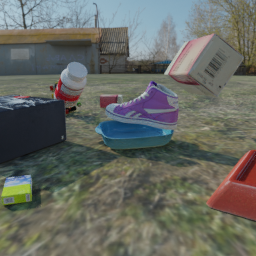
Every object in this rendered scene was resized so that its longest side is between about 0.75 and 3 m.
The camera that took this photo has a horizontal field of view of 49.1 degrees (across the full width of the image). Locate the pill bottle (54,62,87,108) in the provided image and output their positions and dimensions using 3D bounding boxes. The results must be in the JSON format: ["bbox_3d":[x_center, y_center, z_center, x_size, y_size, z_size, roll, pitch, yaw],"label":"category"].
[{"bbox_3d":[-2.058,-1.557,10.156,0.929,0.929,1.656,-10,-27,-35],"label":"pill bottle"}]

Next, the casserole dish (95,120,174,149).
[{"bbox_3d":[0.255,0.192,9.438,2.699,0.524,1.635,-5,23,-14],"label":"casserole dish"}]

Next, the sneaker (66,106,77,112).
[{"bbox_3d":[-3.227,-0.954,14.900,0.960,0.338,0.449,-16,2,-40],"label":"sneaker"}]

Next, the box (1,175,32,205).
[{"bbox_3d":[-2.341,1.298,5.958,0.557,0.218,0.914,-4,15,-17],"label":"box"}]

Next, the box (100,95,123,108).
[{"bbox_3d":[-0.978,-1.572,16.409,1.275,0.694,0.815,1,14,3],"label":"box"}]

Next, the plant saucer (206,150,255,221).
[{"bbox_3d":[3.531,1.183,5.795,2.961,0.545,2.967,9,17,33],"label":"plant saucer"}]

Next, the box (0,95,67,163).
[{"bbox_3d":[-3.914,-0.144,9.094,2.584,1.477,2.838,9,17,29],"label":"box"}]

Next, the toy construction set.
[{"bbox_3d":[-3.698,-1.438,14.286,2.002,1.670,1.539,-32,25,-3],"label":"toy construction set"}]

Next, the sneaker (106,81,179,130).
[{"bbox_3d":[0.443,-0.882,9.275,2.549,1.453,0.924,9,23,20],"label":"sneaker"}]

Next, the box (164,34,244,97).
[{"bbox_3d":[2.550,-2.169,9.927,1.343,1.576,2.465,33,3,-15],"label":"box"}]
